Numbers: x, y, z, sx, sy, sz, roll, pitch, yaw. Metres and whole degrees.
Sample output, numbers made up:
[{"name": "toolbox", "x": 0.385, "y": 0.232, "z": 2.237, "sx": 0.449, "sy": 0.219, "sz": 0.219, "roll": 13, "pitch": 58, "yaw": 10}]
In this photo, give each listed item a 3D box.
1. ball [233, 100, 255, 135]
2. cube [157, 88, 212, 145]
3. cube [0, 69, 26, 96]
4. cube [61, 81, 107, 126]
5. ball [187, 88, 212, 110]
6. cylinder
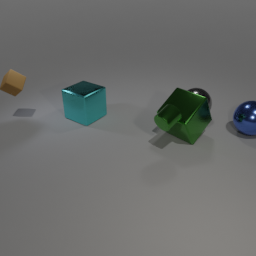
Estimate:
[{"name": "ball", "x": 4.953, "y": -0.402, "z": 11.245, "sx": 1.400, "sy": 1.400, "sz": 1.400, "roll": 0, "pitch": 30, "yaw": 0}, {"name": "cube", "x": 2.228, "y": -0.476, "z": 10.968, "sx": 1.400, "sy": 1.400, "sz": 1.400, "roll": 28, "pitch": 71, "yaw": 39}, {"name": "cube", "x": -4.755, "y": -1.854, "z": 11.576, "sx": 0.700, "sy": 0.700, "sz": 0.700, "roll": -24, "pitch": 51, "yaw": 41}, {"name": "cube", "x": -1.935, "y": -1.147, "z": 12.588, "sx": 1.400, "sy": 1.400, "sz": 1.400, "roll": 20, "pitch": 36, "yaw": 31}, {"name": "ball", "x": 3.021, "y": -1.093, "z": 12.498, "sx": 1.400, "sy": 1.400, "sz": 1.400, "roll": 0, "pitch": 30, "yaw": 0}, {"name": "cylinder", "x": 1.387, "y": -0.357, "z": 9.780, "sx": 0.700, "sy": 0.700, "sz": 0.700, "roll": -42, "pitch": 47, "yaw": -22}]
